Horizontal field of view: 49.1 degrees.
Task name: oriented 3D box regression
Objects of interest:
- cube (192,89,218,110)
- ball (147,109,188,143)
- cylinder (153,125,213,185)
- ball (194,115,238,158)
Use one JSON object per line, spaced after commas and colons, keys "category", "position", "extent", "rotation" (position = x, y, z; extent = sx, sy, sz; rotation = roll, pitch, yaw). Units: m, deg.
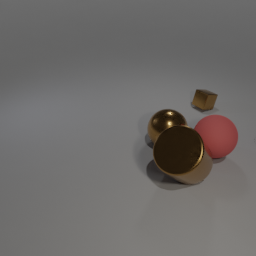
{"category": "cube", "position": [3.364, -1.256, 12.297], "extent": [0.700, 0.700, 0.700], "rotation": [-5, 29, -37]}
{"category": "ball", "position": [1.372, 0.035, 9.707], "extent": [1.400, 1.400, 1.400], "rotation": [0, 32, 0]}
{"category": "cylinder", "position": [1.589, 0.798, 7.964], "extent": [1.400, 1.400, 1.400], "rotation": [-10, 66, 23]}
{"category": "ball", "position": [2.804, 0.268, 9.032], "extent": [1.400, 1.400, 1.400], "rotation": [0, 32, 0]}
